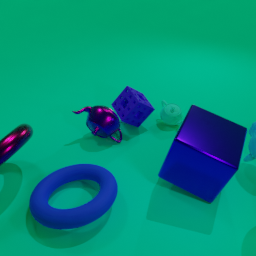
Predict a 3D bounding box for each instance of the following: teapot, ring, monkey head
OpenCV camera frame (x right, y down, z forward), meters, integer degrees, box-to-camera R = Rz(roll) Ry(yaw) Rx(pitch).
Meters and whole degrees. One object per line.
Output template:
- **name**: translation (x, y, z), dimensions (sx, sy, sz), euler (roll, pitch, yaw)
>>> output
- **teapot**: translation (1.425, -0.453, 8.942), dimensions (0.740, 0.583, 1.190), euler (-24, 59, -20)
- **ring**: translation (-3.026, 0.635, 6.431), dimensions (2.036, 0.407, 2.036), euler (-37, 14, 11)
- **teapot**: translation (-0.828, -0.157, 8.180), dimensions (1.678, 1.044, 0.822), euler (38, 65, -8)
- **ring**: translation (-1.191, 1.437, 6.211), dimensions (1.948, 0.390, 1.948), euler (-6, 27, 3)
- **monkey head**: translation (3.649, 0.331, 6.886), dimensions (1.265, 1.758, 1.060), euler (5, 72, -25)

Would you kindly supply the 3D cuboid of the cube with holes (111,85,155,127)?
- **cube with holes**: translation (0.152, -0.660, 8.755), dimensions (0.814, 0.814, 0.814), euler (19, 31, -47)

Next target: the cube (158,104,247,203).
- **cube**: translation (1.687, 0.569, 6.413), dimensions (1.369, 1.369, 1.369), euler (26, 46, 11)
